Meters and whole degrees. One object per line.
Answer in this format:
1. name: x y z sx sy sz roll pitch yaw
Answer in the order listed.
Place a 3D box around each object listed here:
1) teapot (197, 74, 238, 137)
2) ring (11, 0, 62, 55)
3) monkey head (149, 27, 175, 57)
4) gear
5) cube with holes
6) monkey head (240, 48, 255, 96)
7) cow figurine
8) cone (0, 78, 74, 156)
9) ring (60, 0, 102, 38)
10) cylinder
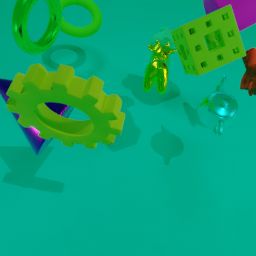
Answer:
1. teapot: 2.026 -0.467 6.194 0.907 0.714 1.459 10 69 -2
2. ring: -2.028 -2.431 6.365 0.313 1.564 1.564 23 54 13
3. monkey head: 1.107 -2.403 8.163 0.943 1.311 0.790 24 71 -8
4. gear: -0.814 -0.211 3.744 1.508 1.508 0.279 8 59 7
5. cube with holes: 1.351 -1.483 4.877 0.842 0.842 0.842 -23 14 2
6. monkey head: 3.310 -1.366 6.892 0.960 1.593 1.146 2 70 -23
7. cow figurine: 0.745 -1.516 6.825 0.763 1.367 1.389 10 6 5
8. cone: -1.831 -0.494 5.059 1.452 1.446 1.446 34 53 -7
9. ring: -1.634 -3.628 9.051 1.625 0.325 1.625 6 69 -15
10. cylinder: 2.476 -2.799 6.380 1.130 1.130 1.130 -27 51 8
